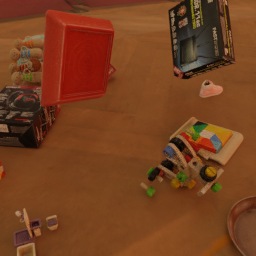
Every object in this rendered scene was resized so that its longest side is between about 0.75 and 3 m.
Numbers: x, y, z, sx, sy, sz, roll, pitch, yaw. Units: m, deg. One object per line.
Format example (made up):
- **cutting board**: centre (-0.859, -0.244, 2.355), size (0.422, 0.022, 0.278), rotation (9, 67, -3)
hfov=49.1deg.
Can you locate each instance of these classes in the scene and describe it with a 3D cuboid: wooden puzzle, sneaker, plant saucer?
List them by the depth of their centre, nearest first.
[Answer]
- **plant saucer**: centre (3.476, 2.570, 6.595), size (2.242, 0.386, 2.242), rotation (0, 36, 0)
- **plant saucer**: centre (-1.378, -2.010, 8.585), size (0.491, 2.671, 2.676), rotation (23, 24, 31)
- **wooden puzzle**: centre (2.759, 0.323, 9.774), size (2.025, 0.377, 1.873), rotation (25, 42, 30)
- **sneaker**: centre (3.796, -1.845, 12.591), size (1.313, 0.686, 0.494), rotation (-18, 37, -25)

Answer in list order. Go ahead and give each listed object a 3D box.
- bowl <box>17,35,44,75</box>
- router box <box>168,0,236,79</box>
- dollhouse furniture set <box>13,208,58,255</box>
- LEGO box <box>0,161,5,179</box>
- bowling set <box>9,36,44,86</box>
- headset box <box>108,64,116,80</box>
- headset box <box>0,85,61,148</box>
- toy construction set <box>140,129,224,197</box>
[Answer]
- **bowl**: centre (-4.230, -3.565, 13.436), size (2.502, 1.309, 2.502), rotation (-18, 4, 1)
- **router box**: centre (2.263, -2.941, 8.840), size (0.749, 2.411, 1.807), rotation (3, -11, -42)
- **dollhouse furniture set**: centre (-2.077, 2.458, 6.242), size (1.070, 0.958, 1.350), rotation (-12, 37, -16)
- **LEGO box**: centre (-4.616, 1.287, 8.227), size (1.495, 0.577, 1.113), rotation (16, 38, 22)
- **bowling set**: centre (-4.241, -2.580, 11.412), size (1.560, 2.906, 2.023), rotation (-4, -3, -8)
- **headset box**: centre (-1.870, -3.365, 13.425), size (0.987, 2.630, 1.955), rotation (-48, 44, 5)
- **headset box**: centre (-3.918, -0.598, 10.446), size (2.155, 1.088, 2.900), rotation (3, 35, 4)
- **toy construction set**: centre (1.849, 1.115, 7.906), size (1.726, 1.873, 2.246), rotation (37, 38, 17)
